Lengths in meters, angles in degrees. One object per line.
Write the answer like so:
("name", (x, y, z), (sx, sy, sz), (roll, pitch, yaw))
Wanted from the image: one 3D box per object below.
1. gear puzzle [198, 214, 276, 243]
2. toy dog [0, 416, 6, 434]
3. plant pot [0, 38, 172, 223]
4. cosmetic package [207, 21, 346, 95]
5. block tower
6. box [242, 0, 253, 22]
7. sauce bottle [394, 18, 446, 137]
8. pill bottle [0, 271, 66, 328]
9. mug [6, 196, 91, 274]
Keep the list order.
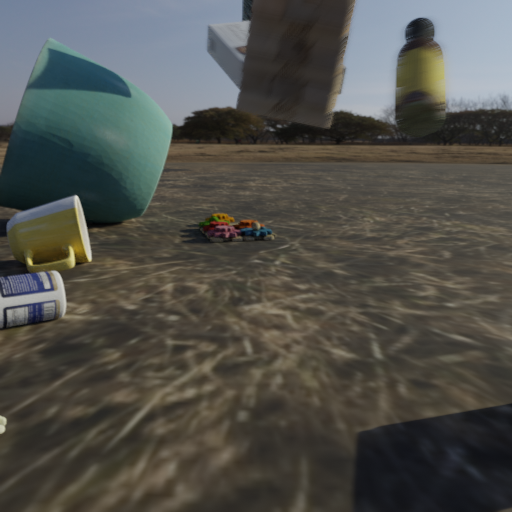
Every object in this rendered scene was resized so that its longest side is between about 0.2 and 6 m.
("gear puzzle", (-0.464, -0.624, 10.737), (1.243, 0.314, 2.399), (-3, 12, -14))
("toy dog", (-1.587, 0.975, 3.124), (0.334, 0.240, 0.344), (-17, 16, -15))
("plant pot", (-3.359, -2.206, 11.498), (2.748, 3.424, 3.424), (19, 5, -20))
("cosmetic package", (0.267, -3.166, 8.987), (1.512, 0.518, 2.005), (-13, 47, -22))
("block tower", (0.505, -2.553, 4.340), (0.794, 2.939, 0.849), (12, 17, 6))
("box", (0.156, -4.786, 11.115), (0.572, 0.921, 0.929), (-22, 59, -16))
("sauce bottle", (2.292, -2.566, 7.802), (0.671, 0.671, 2.075), (3, 54, 15))
("pill bottle", (-2.265, 0.420, 5.232), (0.844, 0.469, 0.469), (-7, 14, -32))
("mug", (-2.878, -0.286, 7.718), (0.979, 0.955, 1.192), (-11, 7, -12))
